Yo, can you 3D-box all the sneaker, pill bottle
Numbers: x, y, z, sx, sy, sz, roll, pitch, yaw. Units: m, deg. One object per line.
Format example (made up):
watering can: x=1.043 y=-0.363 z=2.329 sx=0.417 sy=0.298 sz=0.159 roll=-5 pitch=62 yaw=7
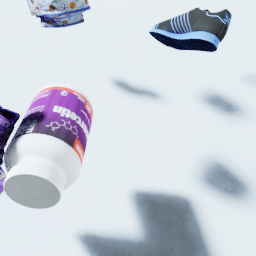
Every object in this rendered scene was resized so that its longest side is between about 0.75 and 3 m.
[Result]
sneaker: x=1.102 y=-1.836 z=5.135 sx=1.703 sy=0.597 sz=0.663 roll=29 pitch=90 yaw=48
sneaker: x=-2.437 y=0.221 z=4.929 sx=1.180 sy=2.829 sz=1.140 roll=-21 pitch=50 yaw=-29
pill bottle: x=-1.410 y=0.258 z=5.191 sx=1.300 sy=1.300 sz=2.313 roll=2 pitch=40 yaw=1

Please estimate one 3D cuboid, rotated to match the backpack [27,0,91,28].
backpack: x=-1.233 y=-2.290 z=5.154 sx=1.105 sy=0.851 sz=1.053 roll=-36 pitch=33 yaw=-29
